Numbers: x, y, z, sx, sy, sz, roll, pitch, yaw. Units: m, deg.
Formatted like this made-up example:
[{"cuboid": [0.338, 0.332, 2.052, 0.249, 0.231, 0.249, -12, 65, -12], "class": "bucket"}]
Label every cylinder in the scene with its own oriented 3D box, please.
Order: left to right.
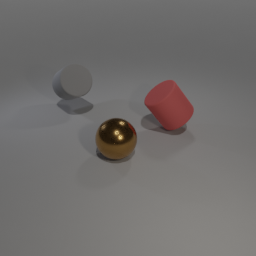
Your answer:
[{"cuboid": [-2.430, -1.970, 12.120, 1.400, 1.400, 1.400, -17, 7, -27], "class": "cylinder"}, {"cuboid": [1.575, -0.876, 10.753, 1.400, 1.400, 1.400, -33, 28, 20], "class": "cylinder"}]

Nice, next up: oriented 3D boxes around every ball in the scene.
[{"cuboid": [-0.391, 0.357, 9.363, 1.400, 1.400, 1.400, 0, 29, 0], "class": "ball"}]
